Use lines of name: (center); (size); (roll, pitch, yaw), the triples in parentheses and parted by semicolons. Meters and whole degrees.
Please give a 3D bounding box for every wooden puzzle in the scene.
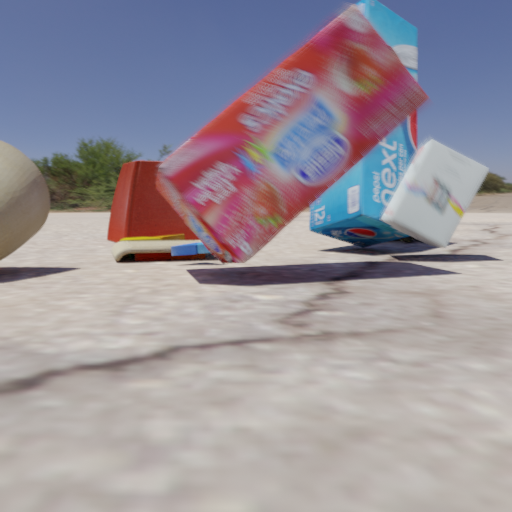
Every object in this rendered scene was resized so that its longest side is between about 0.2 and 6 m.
wooden puzzle: (-1.521, -0.114, 9.620); (1.979, 0.343, 2.933); (-5, 6, -9)

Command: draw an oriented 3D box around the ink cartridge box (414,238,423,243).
ink cartridge box: (4.059, -0.743, 13.084); (0.492, 0.852, 1.171); (0, 6, 3)

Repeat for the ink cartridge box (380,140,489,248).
ink cartridge box: (2.851, -0.971, 9.130); (1.025, 1.417, 1.029); (29, 5, 3)

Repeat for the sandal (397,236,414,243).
sandal: (3.265, -0.791, 13.474); (0.836, 1.164, 2.931); (-17, -6, 16)

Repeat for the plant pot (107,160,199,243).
plant pot: (-2.280, -1.262, 13.211); (2.124, 1.873, 2.126); (-2, 5, -25)

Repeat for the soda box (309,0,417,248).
soda box: (2.161, -2.583, 11.064); (1.534, 4.523, 1.451); (15, -17, -34)

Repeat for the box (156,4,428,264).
box: (0.364, -1.418, 7.095); (3.120, 1.489, 1.555); (-42, 7, -10)

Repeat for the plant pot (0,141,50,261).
plant pot: (-3.629, -0.432, 6.909); (1.615, 1.615, 1.725); (0, 30, -1)
